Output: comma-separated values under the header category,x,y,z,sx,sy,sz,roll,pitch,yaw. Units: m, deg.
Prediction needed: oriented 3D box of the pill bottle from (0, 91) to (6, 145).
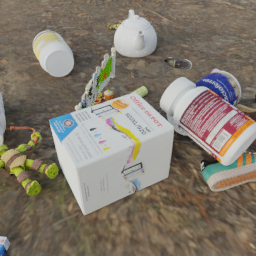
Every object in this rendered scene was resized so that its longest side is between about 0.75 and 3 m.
category,x,y,z,sx,sy,sz,roll,pitch,yaw
pill bottle,-5.189,-0.403,9.815,1.604,1.604,2.829,-15,44,-17

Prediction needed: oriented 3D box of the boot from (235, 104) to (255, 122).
category,x,y,z,sx,sy,sz,roll,pitch,yaw
boot,4.646,-0.110,10.405,1.749,0.633,1.455,18,56,17

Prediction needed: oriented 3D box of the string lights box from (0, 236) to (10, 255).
category,x,y,z,sx,sy,sz,roll,pitch,yaw
string lights box,-3.388,3.188,6.639,0.615,0.353,1.196,5,41,6

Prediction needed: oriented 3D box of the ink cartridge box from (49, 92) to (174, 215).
category,x,y,z,sx,sy,sz,roll,pitch,yaw
ink cartridge box,-0.452,0.629,8.240,2.873,2.078,2.115,-21,45,-22

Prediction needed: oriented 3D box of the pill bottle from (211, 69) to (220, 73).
category,x,y,z,sx,sy,sz,roll,pitch,yaw
pill bottle,4.231,-2.397,12.991,0.431,0.431,0.761,-14,43,-15

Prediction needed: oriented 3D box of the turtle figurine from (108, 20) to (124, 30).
category,x,y,z,sx,sy,sz,roll,pitch,yaw
turtle figurine,-0.733,-6.446,17.664,0.998,0.398,1.237,2,47,14

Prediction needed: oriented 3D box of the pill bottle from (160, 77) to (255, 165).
category,x,y,z,sx,sy,sz,roll,pitch,yaw
pill bottle,2.303,-0.281,8.236,1.468,1.468,2.680,-30,60,-30

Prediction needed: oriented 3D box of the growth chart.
category,x,y,z,sx,sy,sz,roll,pitch,yaw
growth chart,-1.028,-1.306,9.156,0.220,1.798,2.484,28,75,8

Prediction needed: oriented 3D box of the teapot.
category,x,y,z,sx,sy,sz,roll,pitch,yaw
teapot,0.404,-5.116,15.024,2.540,1.855,2.507,26,47,27

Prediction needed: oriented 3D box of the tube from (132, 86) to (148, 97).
category,x,y,z,sx,sy,sz,roll,pitch,yaw
tube,0.185,-1.261,11.761,1.514,0.393,0.439,-34,13,-27

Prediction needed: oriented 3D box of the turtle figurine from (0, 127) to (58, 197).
category,x,y,z,sx,sy,sz,roll,pitch,yaw
turtle figurine,-3.474,1.155,8.542,2.310,0.922,2.864,29,39,22

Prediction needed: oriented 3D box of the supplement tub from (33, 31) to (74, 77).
category,x,y,z,sx,sy,sz,roll,pitch,yaw
supplement tub,-3.567,-3.558,13.440,1.588,1.588,2.185,-18,44,-19

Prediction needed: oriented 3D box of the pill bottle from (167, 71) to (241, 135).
category,x,y,z,sx,sy,sz,roll,pitch,yaw
pill bottle,2.808,-0.930,10.422,2.774,1.605,1.605,-33,51,-31

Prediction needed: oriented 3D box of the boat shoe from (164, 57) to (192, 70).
category,x,y,z,sx,sy,sz,roll,pitch,yaw
boat shoe,1.949,-2.556,11.113,1.208,0.435,0.392,27,30,37

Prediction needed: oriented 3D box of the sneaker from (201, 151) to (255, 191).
category,x,y,z,sx,sy,sz,roll,pitch,yaw
sneaker,3.537,1.070,8.610,2.680,0.956,1.071,-11,47,-10

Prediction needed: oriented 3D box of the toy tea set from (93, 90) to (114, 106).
category,x,y,z,sx,sy,sz,roll,pitch,yaw
toy tea set,-1.072,-1.131,11.454,0.864,0.537,1.452,4,41,4
